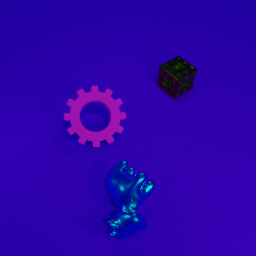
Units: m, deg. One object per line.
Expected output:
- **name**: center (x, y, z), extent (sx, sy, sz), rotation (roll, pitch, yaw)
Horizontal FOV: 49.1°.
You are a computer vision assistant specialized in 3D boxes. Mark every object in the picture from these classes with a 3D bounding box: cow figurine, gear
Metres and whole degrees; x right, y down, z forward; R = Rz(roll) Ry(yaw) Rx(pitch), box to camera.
- **cow figurine**: center (-0.086, 1.799, 6.978), extent (1.675, 0.934, 1.702), rotation (-50, 43, -11)
- **gear**: center (-0.971, -0.334, 8.323), extent (1.775, 0.328, 1.775), rotation (1, 87, -9)

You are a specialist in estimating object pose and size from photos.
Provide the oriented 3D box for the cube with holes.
- **cube with holes**: center (1.674, -1.743, 9.656), extent (0.904, 0.904, 0.904), rotation (-32, 59, -22)
